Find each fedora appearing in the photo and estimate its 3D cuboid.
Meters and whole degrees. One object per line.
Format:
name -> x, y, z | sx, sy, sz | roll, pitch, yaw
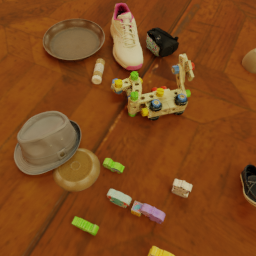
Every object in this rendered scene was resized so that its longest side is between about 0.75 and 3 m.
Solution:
fedora -> -2.466, 0.251, 8.261 | 2.159, 0.975, 1.909 | -27, 50, -16

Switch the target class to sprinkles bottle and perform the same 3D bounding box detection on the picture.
sprinkles bottle -> -1.081, -2.086, 10.287 | 0.345, 0.345, 1.011 | 5, 57, 3

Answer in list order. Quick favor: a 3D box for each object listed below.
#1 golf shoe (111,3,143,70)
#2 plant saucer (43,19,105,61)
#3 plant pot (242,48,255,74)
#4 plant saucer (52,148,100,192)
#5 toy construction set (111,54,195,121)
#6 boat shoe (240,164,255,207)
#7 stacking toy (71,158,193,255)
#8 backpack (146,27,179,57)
golf shoe -> -0.111, -3.503, 10.644 | 1.105, 1.343, 2.935 | -12, 59, -9
plant saucer -> -2.130, -3.453, 11.166 | 2.418, 0.388, 2.418 | 0, 56, 0
plant pot -> 4.858, -2.599, 10.443 | 0.978, 0.657, 0.978 | 0, 57, -1
plant saucer -> -1.535, 1.151, 8.235 | 1.413, 0.250, 1.413 | 0, 57, 0
toy construction set -> 0.968, -1.281, 9.297 | 2.865, 1.320, 1.878 | -21, 58, 0
boat shoe -> 3.373, 1.520, 7.396 | 0.612, 0.510, 1.639 | 8, 26, 5
stacking toy -> 0.180, 2.061, 7.415 | 2.752, 0.647, 2.075 | 18, 59, 12
backpack -> 1.218, -3.308, 10.828 | 1.040, 0.789, 1.246 | -26, 59, -29
